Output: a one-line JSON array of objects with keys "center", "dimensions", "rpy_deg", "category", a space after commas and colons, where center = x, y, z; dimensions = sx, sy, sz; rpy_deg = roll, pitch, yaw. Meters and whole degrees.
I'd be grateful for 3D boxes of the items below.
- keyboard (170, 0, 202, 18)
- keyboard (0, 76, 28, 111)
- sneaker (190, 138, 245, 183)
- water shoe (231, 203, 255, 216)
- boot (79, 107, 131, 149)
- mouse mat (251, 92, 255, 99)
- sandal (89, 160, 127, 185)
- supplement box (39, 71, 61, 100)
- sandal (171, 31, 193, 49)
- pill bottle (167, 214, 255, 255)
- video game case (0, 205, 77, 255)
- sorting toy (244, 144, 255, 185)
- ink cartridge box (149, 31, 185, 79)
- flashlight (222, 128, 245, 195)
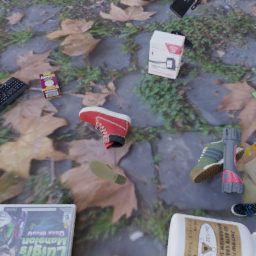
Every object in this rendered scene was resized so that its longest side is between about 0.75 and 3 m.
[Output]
[{"center": [2.310, -4.829, 10.508], "dimensions": [0.864, 0.185, 1.439], "rpy_deg": [37, 99, -9], "category": "keyboard"}, {"center": [-5.889, -1.388, 12.214], "dimensions": [1.498, 0.570, 2.878], "rpy_deg": [25, 55, 18], "category": "keyboard"}, {"center": [3.014, 1.082, 10.194], "dimensions": [2.344, 0.786, 1.052], "rpy_deg": [-24, 48, -18], "category": "sneaker"}, {"center": [3.973, 2.597, 9.133], "dimensions": [1.154, 0.455, 0.412], "rpy_deg": [-2, 52, -1], "category": "water shoe"}, {"center": [-1.063, 0.035, 10.989], "dimensions": [2.127, 0.770, 1.535], "rpy_deg": [13, 54, 6], "category": "boot"}, {"center": [6.088, -1.441, 12.583], "dimensions": [0.885, 0.033, 0.712], "rpy_deg": [-16, 54, -11], "category": "mouse mat"}, {"center": [-0.513, 1.095, 7.009], "dimensions": [1.034, 0.340, 0.379], "rpy_deg": [28, 94, -7], "category": "sandal"}, {"center": [-3.504, -1.919, 12.599], "dimensions": [0.744, 0.587, 1.137], "rpy_deg": [-16, 53, -12], "category": "supplement box"}, {"center": [2.914, -4.845, 15.057], "dimensions": [0.597, 0.336, 1.569], "rpy_deg": [-29, 57, -21], "category": "sandal"}, {"center": [2.602, 3.403, 7.740], "dimensions": [2.860, 1.635, 1.635], "rpy_deg": [7, 52, 5], "category": "pill bottle"}, {"center": [-3.043, 3.519, 8.501], "dimensions": [2.690, 0.314, 2.446], "rpy_deg": [0, 52, 0], "category": "video game case"}, {"center": [4.701, 1.322, 10.048], "dimensions": [1.060, 0.190, 1.423], "rpy_deg": [-25, 74, -17], "category": "sorting toy"}, {"center": [1.735, -3.310, 12.853], "dimensions": [1.391, 1.922, 0.810], "rpy_deg": [15, 57, 12], "category": "ink cartridge box"}, {"center": [3.621, 1.146, 9.629], "dimensions": [0.750, 0.747, 2.207], "rpy_deg": [2, 73, 18], "category": "flashlight"}]
